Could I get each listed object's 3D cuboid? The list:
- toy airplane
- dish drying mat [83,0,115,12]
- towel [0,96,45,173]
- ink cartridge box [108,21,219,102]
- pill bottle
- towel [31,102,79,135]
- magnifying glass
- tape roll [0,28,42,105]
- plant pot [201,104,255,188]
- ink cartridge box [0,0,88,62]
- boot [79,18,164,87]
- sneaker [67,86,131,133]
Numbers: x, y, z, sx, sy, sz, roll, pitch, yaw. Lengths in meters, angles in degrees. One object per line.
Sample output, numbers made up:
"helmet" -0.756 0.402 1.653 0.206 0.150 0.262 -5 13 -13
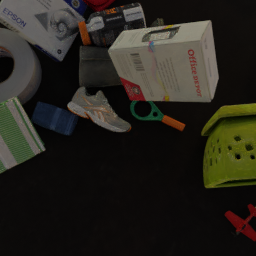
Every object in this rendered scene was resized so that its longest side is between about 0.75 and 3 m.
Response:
"toy airplane" 3.464 2.717 8.143 1.170 0.215 1.170 0 81 -1
"dish drying mat" -0.330 -5.213 9.502 1.141 0.270 2.972 43 83 8
"towel" -3.939 0.421 8.113 2.516 0.294 1.919 -26 109 -5
"ink cartridge box" 0.938 -1.587 7.066 2.347 1.732 1.005 4 48 29
"pill bottle" -0.514 -3.146 8.740 1.988 1.056 1.056 -15 80 -3
"towel" -2.246 -0.286 8.618 1.323 0.321 0.738 20 81 2
"magnifying glass" 0.911 -0.388 8.703 1.795 0.201 0.714 26 81 4
"tape roll" -3.967 -1.786 8.634 2.418 0.799 2.418 0 81 0
"plant pot" 3.204 0.501 7.624 2.159 2.148 1.959 -5 73 -1
"ink cartridge box" -2.426 -3.565 8.422 2.268 0.461 2.272 32 78 -38
"boot" -0.182 -2.350 8.774 2.615 0.949 2.377 4 78 7
"sneaker" -0.769 -0.571 8.352 2.034 0.770 0.936 26 96 4
